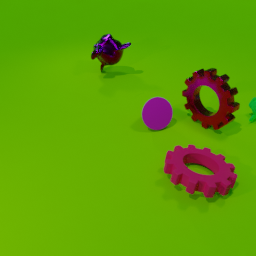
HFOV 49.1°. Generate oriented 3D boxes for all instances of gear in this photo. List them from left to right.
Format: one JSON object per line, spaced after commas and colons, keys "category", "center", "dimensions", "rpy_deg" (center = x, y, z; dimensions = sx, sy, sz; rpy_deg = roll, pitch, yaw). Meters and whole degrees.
{"category": "gear", "center": [1.502, 0.852, 5.890], "dimensions": [1.465, 0.271, 1.465], "rpy_deg": [7, 28, -4]}
{"category": "gear", "center": [2.080, -0.735, 7.195], "dimensions": [0.289, 1.565, 1.565], "rpy_deg": [-25, 43, -30]}

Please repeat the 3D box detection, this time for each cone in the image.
{"category": "cone", "center": [0.650, -0.439, 7.699], "dimensions": [0.865, 0.865, 0.868], "rpy_deg": [-11, 12, -15]}

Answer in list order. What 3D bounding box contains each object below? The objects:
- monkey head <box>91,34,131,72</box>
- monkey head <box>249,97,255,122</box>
{"category": "monkey head", "center": [-0.724, -2.567, 9.728], "dimensions": [1.017, 1.688, 1.214], "rpy_deg": [41, 42, -20]}
{"category": "monkey head", "center": [3.739, -0.551, 7.684], "dimensions": [1.030, 0.741, 0.621], "rpy_deg": [-31, 56, 19]}
